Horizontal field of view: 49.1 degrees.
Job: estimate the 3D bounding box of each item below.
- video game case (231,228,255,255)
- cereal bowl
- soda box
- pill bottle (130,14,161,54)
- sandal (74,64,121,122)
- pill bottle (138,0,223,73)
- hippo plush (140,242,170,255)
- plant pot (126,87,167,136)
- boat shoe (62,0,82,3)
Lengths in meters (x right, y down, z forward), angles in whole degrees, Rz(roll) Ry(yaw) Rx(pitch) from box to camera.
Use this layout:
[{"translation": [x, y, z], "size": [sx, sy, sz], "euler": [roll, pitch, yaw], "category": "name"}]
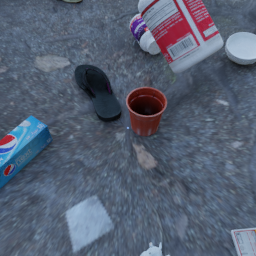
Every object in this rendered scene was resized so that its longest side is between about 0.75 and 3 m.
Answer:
[{"translation": [2.743, 2.404, 5.556], "size": [1.174, 0.102, 0.839], "euler": [-4, 52, -3], "category": "video game case"}, {"translation": [3.739, -2.505, 9.076], "size": [1.206, 0.502, 1.206], "euler": [-1, 61, 1], "category": "cereal bowl"}, {"translation": [-2.714, 0.593, 6.623], "size": [0.605, 0.640, 1.886], "euler": [29, 58, 21], "category": "soda box"}, {"translation": [0.655, -3.143, 9.414], "size": [0.825, 0.825, 1.468], "euler": [-16, 54, -12], "category": "pill bottle"}, {"translation": [-0.854, -1.215, 8.074], "size": [0.901, 0.573, 2.396], "euler": [-23, 55, -17], "category": "sandal"}, {"translation": [0.986, -2.362, 5.905], "size": [1.208, 1.208, 2.153], "euler": [-35, 98, -24], "category": "pill bottle"}, {"translation": [0.502, 2.492, 5.166], "size": [0.757, 0.609, 0.603], "euler": [-26, 56, -19], "category": "hippo plush"}, {"translation": [0.446, -0.352, 7.158], "size": [0.993, 0.965, 0.993], "euler": [0, 52, 0], "category": "plant pot"}, {"translation": [-2.554, -5.505, 11.444], "size": [1.439, 0.532, 0.531], "euler": [10, 53, 8], "category": "boat shoe"}]
